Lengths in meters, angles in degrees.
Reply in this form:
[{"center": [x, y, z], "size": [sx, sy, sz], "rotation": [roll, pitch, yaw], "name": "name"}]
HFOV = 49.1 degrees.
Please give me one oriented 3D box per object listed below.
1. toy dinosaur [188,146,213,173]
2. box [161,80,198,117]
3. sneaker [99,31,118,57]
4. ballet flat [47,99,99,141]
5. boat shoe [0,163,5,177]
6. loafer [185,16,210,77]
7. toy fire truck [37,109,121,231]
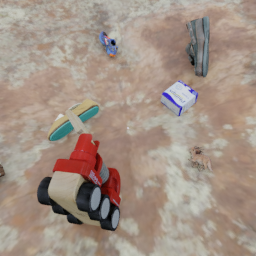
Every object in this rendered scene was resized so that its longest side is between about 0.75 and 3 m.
[{"center": [1.897, 0.781, 7.213], "size": [0.823, 0.353, 0.558], "rotation": [30, 67, 21], "name": "toy dinosaur"}, {"center": [1.503, -0.883, 8.212], "size": [0.802, 0.421, 0.737], "rotation": [-39, 65, -19], "name": "box"}, {"center": [-0.606, -2.861, 9.346], "size": [0.393, 0.410, 1.044], "rotation": [-4, 57, -50], "name": "sneaker"}, {"center": [-1.589, -0.250, 7.757], "size": [1.743, 0.598, 0.549], "rotation": [-35, 64, -30], "name": "ballet flat"}, {"center": [-3.672, 1.367, 6.806], "size": [1.399, 0.517, 0.518], "rotation": [-36, 86, -14], "name": "boat shoe"}, {"center": [2.184, -2.571, 8.952], "size": [0.798, 0.911, 2.536], "rotation": [1, 54, 18], "name": "loafer"}, {"center": [-0.902, 0.829, 6.206], "size": [1.479, 2.023, 2.299], "rotation": [4, 58, 19], "name": "toy fire truck"}]
